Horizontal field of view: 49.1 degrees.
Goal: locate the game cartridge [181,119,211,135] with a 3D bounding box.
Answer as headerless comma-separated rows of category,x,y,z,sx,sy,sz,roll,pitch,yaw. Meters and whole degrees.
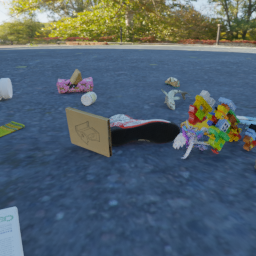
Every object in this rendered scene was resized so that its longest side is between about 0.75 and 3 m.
game cartridge,3.001,-0.118,11.331,1.195,0.220,1.356,19,26,40

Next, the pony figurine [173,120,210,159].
pony figurine,2.078,0.363,9.044,1.218,1.176,1.014,12,18,-24

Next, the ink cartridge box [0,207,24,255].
ink cartridge box,-2.968,2.498,3.997,2.902,0.590,2.908,-9,23,-21

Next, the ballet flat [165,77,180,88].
ballet flat,2.948,-3.067,18.464,0.554,0.513,1.571,-6,22,-25

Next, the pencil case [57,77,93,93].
pencil case,-3.149,-2.549,16.651,2.128,0.881,0.920,-7,-5,-15

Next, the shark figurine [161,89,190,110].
shark figurine,2.254,-1.541,14.378,1.203,0.840,2.014,42,43,10

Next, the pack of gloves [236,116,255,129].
pack of gloves,5.168,-0.181,11.518,1.684,0.332,1.415,4,14,-6

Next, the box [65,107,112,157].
box,-1.247,0.127,8.968,1.674,1.368,0.178,17,35,28

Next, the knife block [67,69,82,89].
knife block,-2.308,-2.035,11.903,0.703,0.800,0.256,-38,68,-19

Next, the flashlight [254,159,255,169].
flashlight,4.278,1.165,7.534,0.539,0.541,1.593,-17,26,-36

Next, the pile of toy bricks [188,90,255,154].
pile of toy bricks,3.047,0.152,9.014,2.766,1.365,1.534,36,-4,-40

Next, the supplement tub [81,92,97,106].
supplement tub,-1.987,-1.523,14.378,0.588,0.588,0.812,6,22,15

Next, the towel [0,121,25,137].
towel,-4.910,0.129,10.720,0.782,0.164,1.818,10,24,27

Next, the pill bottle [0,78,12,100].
pill bottle,-7.419,-2.053,14.791,2.265,1.294,1.294,-4,22,-10

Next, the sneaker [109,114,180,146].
sneaker,0.461,-0.052,10.186,2.615,0.873,1.402,-6,24,-7
